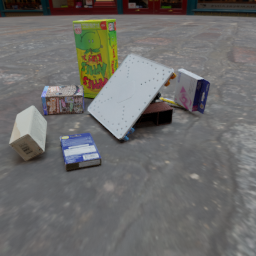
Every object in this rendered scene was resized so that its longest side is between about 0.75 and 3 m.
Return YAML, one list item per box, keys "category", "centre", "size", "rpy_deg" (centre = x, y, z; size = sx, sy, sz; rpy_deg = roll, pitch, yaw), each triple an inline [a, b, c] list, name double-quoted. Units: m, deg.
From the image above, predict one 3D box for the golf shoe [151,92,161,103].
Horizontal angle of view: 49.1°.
- category: "golf shoe"
  centre: [0.542, -1.299, 9.282]
  size: [0.981, 2.077, 0.808]
  rpy_deg: [32, 80, 12]

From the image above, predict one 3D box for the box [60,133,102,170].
- category: "box"
  centre: [-1.257, 0.564, 7.245]
  size: [0.869, 0.232, 1.434]
  rpy_deg: [-8, 28, -16]

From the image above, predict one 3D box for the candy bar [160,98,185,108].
- category: "candy bar"
  centre: [1.729, -0.895, 10.095]
  size: [1.211, 0.134, 0.302]
  rpy_deg: [20, 15, 22]

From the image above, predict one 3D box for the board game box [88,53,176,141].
- category: "board game box"
  centre: [0.013, -1.045, 8.632]
  size: [0.314, 2.428, 2.429]
  rpy_deg: [36, 2, -39]

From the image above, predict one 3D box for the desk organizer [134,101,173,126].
- category: "desk organizer"
  centre: [0.577, -0.382, 8.776]
  size: [1.578, 0.566, 0.608]
  rpy_deg: [-10, 31, -19]

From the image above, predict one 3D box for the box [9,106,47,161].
- category: "box"
  centre: [-2.576, 0.101, 7.358]
  size: [0.565, 0.690, 1.453]
  rpy_deg: [-28, 33, 5]

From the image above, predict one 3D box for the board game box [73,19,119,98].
- category: "board game box"
  centre: [-1.117, -2.507, 10.368]
  size: [1.417, 2.789, 0.664]
  rpy_deg: [8, 26, 25]

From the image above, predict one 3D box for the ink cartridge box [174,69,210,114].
- category: "ink cartridge box"
  centre: [2.082, -1.199, 9.339]
  size: [0.268, 1.215, 1.237]
  rpy_deg: [-21, 41, -29]

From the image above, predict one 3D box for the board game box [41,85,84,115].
- category: "board game box"
  centre: [-2.251, -1.009, 9.863]
  size: [1.375, 0.666, 1.096]
  rpy_deg: [-3, 27, -8]
